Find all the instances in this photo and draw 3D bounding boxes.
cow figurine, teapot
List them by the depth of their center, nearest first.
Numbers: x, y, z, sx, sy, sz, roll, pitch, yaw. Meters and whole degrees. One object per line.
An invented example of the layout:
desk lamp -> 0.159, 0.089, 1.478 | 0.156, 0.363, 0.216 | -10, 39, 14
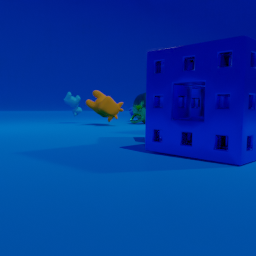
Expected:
cow figurine -> -0.767, -0.722, 10.191 | 1.539, 0.859, 1.565 | 33, -7, 20
teapot -> 0.699, -0.871, 11.077 | 0.992, 1.260, 2.027 | 13, 50, 30
cow figurine -> -2.282, -0.952, 11.591 | 0.889, 0.875, 0.488 | 21, 13, -25

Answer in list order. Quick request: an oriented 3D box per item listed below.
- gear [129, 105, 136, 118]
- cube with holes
gear -> 0.807, -1.068, 13.034 | 1.621, 0.300, 1.621 | -29, 22, 12
cube with holes -> 1.126, -0.329, 3.620 | 1.274, 1.274, 1.274 | -4, 6, -45
